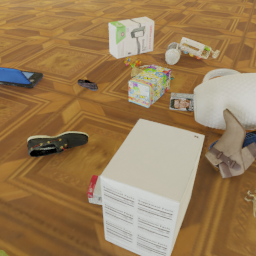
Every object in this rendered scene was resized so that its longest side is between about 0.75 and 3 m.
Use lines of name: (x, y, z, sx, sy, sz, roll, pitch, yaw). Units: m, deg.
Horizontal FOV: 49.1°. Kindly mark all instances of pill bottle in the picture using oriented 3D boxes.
pill bottle: (2.503, -4.110, 15.504, 0.808, 0.808, 1.421, 9, 38, 11)

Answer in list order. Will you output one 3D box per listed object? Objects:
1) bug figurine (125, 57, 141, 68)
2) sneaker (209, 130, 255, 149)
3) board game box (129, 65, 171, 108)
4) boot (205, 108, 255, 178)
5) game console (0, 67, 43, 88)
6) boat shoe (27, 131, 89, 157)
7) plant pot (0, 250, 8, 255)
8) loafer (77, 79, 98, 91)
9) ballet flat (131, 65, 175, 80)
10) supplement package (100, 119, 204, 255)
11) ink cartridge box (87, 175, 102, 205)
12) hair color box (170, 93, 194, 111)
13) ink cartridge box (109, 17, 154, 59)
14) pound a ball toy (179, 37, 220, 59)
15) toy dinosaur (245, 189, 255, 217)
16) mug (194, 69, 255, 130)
bug figurine: (0.234, -3.551, 15.260, 0.898, 0.231, 0.696, 26, 50, 23)
sneaker: (3.907, 0.594, 9.493, 2.366, 0.922, 0.830, -14, 79, 9)
board game box: (0.985, -1.908, 12.468, 1.042, 1.024, 1.987, 22, 43, 26)
boot: (3.095, 0.530, 8.868, 1.445, 0.694, 1.977, -34, 63, 11)
game console: (-5.496, -2.711, 13.275, 2.238, 1.324, 1.910, 9, 39, 10)
boat shoe: (-2.347, 0.579, 9.537, 2.056, 0.752, 0.644, -7, 53, -12)
plant pot: (-3.151, 3.257, 5.533, 1.677, 1.677, 1.592, 4, 25, 5)
loafer: (-1.908, -2.143, 13.286, 1.262, 0.397, 0.454, 27, 45, 30)
ballet flat: (1.213, -2.731, 13.682, 2.134, 0.672, 0.732, 3, 1, 4)
supplement package: (0.621, 1.497, 6.924, 1.750, 2.380, 2.276, 16, 40, 18)
ink cartridge box: (-0.647, 1.793, 7.935, 0.841, 0.611, 0.608, 7, 49, 9)
hair color box: (2.410, -1.073, 11.701, 1.278, 0.633, 0.387, 6, 38, 7)
ink cartridge box: (0.222, -5.225, 16.136, 2.468, 1.796, 1.037, -18, 41, -22)
pound a ball toy: (4.055, -4.440, 16.114, 1.286, 0.838, 1.973, 1, 29, -44)
toy dinosaur: (3.627, 2.022, 7.974, 0.504, 0.290, 0.997, 27, 45, 29)
mug: (3.746, -1.215, 10.587, 2.449, 2.062, 2.794, -3, 53, 9)
